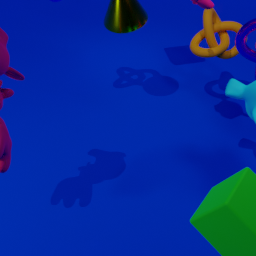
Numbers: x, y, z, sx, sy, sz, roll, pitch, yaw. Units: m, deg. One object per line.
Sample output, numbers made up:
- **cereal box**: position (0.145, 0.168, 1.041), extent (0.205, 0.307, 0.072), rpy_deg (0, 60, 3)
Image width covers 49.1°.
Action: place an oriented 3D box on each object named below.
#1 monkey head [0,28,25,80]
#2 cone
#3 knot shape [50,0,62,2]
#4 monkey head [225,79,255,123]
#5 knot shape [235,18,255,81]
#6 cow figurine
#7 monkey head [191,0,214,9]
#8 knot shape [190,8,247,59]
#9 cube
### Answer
- **monkey head**: position (-2.369, -1.118, 4.221), extent (1.091, 0.914, 1.517), rpy_deg (-3, -4, 44)
- **cone**: position (-0.142, -3.341, 7.219), extent (1.240, 1.244, 1.240), rpy_deg (-4, 56, 6)
- **knot shape**: position (-1.471, -3.921, 7.408), extent (1.690, 0.781, 1.581), rpy_deg (-24, 19, -8)
- **monkey head**: position (2.663, -0.721, 5.677), extent (1.163, 0.974, 1.616), rpy_deg (22, 82, 1)
- **knot shape**: position (3.262, -1.880, 6.728), extent (0.763, 1.544, 1.650), rpy_deg (-34, 5, 1)
- **cow figurine**: position (-2.379, -0.039, 4.851), extent (0.773, 1.409, 1.386), rpy_deg (2, 64, -8)
- **monkey head**: position (1.476, -2.893, 5.567), extent (0.948, 0.794, 1.318), rpy_deg (19, 19, -35)
- **knot shape**: position (2.604, -2.822, 8.283), extent (1.665, 0.770, 1.558), rpy_deg (-13, 85, -13)
- **cube**: position (1.618, 1.274, 4.066), extent (0.860, 0.860, 0.860), rpy_deg (46, 49, 8)
